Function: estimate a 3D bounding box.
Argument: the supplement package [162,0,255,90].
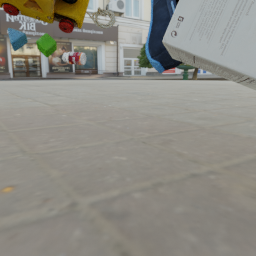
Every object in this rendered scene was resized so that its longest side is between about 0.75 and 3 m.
[{"bbox_3d":[1.831,-1.528,3.592,2.051,1.961,1.508,25,12,10],"label":"supplement package"}]

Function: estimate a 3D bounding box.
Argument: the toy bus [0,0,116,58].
[{"bbox_3d":[-1.543,-2.703,5.295,2.229,2.103,1.152,-32,-4,-17],"label":"toy bus"}]

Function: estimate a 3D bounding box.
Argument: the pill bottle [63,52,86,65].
[{"bbox_3d":[-1.968,-2.557,10.275,0.778,0.440,0.440,8,13,14],"label":"pill bottle"}]

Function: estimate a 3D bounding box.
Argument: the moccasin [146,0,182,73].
[{"bbox_3d":[1.158,-2.549,6.344,1.012,2.969,1.195,-10,-25,34],"label":"moccasin"}]
